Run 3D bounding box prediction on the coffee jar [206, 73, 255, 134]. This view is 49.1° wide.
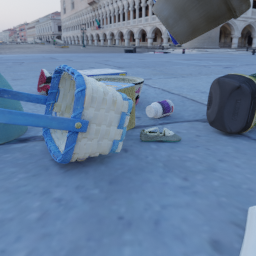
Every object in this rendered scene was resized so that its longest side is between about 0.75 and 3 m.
[{"bbox_3d":[3.213,-0.741,7.193,2.726,1.422,1.163,-12,26,-36],"label":"coffee jar"}]

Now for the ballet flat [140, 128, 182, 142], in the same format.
[{"bbox_3d":[0.740,0.143,6.273,0.955,0.304,0.322,0,18,-1],"label":"ballet flat"}]

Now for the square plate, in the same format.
[{"bbox_3d":[1.909,1.259,2.973,1.262,0.179,1.250,9,20,26],"label":"square plate"}]

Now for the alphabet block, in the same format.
[{"bbox_3d":[-0.514,-0.514,6.992,1.097,1.123,1.103,12,22,31],"label":"alphabet block"}]

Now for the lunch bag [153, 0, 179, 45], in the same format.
[{"bbox_3d":[1.529,-3.962,9.088,1.235,1.938,1.648,5,-13,25],"label":"lunch bag"}]

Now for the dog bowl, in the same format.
[{"bbox_3d":[-0.592,-1.311,9.956,2.331,0.860,2.331,1,17,0],"label":"dog bowl"}]

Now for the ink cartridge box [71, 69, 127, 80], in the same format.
[{"bbox_3d":[-1.447,-2.042,12.174,2.335,0.891,1.593,-10,20,-34],"label":"ink cartridge box"}]

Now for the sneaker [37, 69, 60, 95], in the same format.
[{"bbox_3d":[-3.023,-1.717,11.324,0.901,0.973,2.414,6,18,-38],"label":"sneaker"}]

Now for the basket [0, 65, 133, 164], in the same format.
[{"bbox_3d":[-1.290,-0.306,5.127,2.414,1.679,2.129,13,11,-27],"label":"basket"}]

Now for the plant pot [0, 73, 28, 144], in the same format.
[{"bbox_3d":[-3.744,-0.655,6.567,2.469,1.663,2.469,0,18,0],"label":"plant pot"}]

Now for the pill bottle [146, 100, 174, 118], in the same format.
[{"bbox_3d":[0.922,-0.544,8.168,0.832,0.463,0.463,-15,23,-41],"label":"pill bottle"}]

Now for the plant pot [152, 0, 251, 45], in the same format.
[{"bbox_3d":[1.715,-3.288,7.294,1.873,2.159,2.159,-38,5,22],"label":"plant pot"}]
